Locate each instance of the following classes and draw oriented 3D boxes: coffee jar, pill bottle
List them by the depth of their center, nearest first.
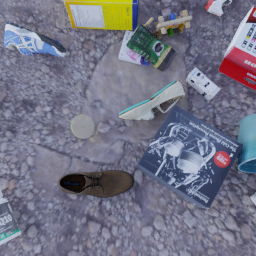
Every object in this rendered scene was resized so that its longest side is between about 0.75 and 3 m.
[{"bbox_3d":[-4.791,3.276,10.281,1.070,1.070,1.891,-28,81,-5],"label":"pill bottle"},{"bbox_3d":[0.977,-3.240,11.485,1.966,0.839,1.025,35,75,-7],"label":"coffee jar"}]

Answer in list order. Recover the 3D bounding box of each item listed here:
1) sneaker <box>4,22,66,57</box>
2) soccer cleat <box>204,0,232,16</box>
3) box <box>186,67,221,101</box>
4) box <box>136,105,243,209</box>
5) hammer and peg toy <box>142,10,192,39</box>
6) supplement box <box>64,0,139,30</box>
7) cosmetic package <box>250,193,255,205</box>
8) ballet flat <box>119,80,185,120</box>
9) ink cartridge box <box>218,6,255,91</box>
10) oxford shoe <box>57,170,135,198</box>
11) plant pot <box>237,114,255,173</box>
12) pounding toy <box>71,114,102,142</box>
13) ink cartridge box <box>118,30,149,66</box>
[{"bbox_3d":[-3.896,-3.478,11.759,2.732,1.034,1.052,22,100,5],"label":"sneaker"},{"bbox_3d":[4.244,-5.947,12.274,0.954,0.769,2.240,33,84,-1],"label":"soccer cleat"},{"bbox_3d":[3.035,-1.761,11.411,1.340,0.782,0.403,44,82,7],"label":"box"},{"bbox_3d":[2.198,1.088,10.416,2.875,1.496,2.617,31,79,7],"label":"box"},{"bbox_3d":[1.519,-4.175,11.552,1.990,1.464,0.702,-15,99,-4],"label":"hammer and peg toy"},{"bbox_3d":[-0.994,-5.208,11.565,2.859,1.556,1.566,3,70,1],"label":"supplement box"},{"bbox_3d":[5.815,2.658,10.232,1.695,1.410,1.418,-35,81,-5],"label":"cosmetic package"},{"bbox_3d":[1.039,-0.880,11.210,2.869,0.996,0.996,-31,81,-6],"label":"ballet flat"},{"bbox_3d":[5.662,-2.933,11.392,2.986,1.252,2.621,28,81,5],"label":"ink cartridge box"},{"bbox_3d":[-1.188,2.106,10.454,2.903,1.226,1.055,-5,77,-2],"label":"oxford shoe"},{"bbox_3d":[5.002,0.515,10.476,1.974,1.974,1.855,0,65,0],"label":"plant pot"},{"bbox_3d":[-1.745,0.004,11.027,1.213,0.563,0.936,24,75,-28],"label":"pounding toy"},{"bbox_3d":[0.382,-3.419,11.992,1.316,0.285,1.292,14,79,4],"label":"ink cartridge box"}]
